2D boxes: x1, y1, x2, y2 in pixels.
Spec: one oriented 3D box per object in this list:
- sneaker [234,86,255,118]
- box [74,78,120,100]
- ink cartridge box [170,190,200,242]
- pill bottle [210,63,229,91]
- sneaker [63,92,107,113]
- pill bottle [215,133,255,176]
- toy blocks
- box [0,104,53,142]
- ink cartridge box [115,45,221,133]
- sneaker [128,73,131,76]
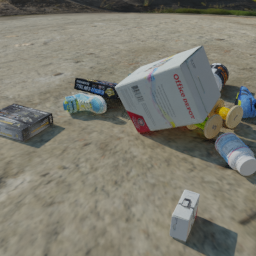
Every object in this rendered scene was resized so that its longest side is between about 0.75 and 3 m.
[{"bbox_3d":[5.429,-1.154,12.772,1.000,0.841,2.552,14,33,15],"label":"sneaker"},{"bbox_3d":[-0.914,-1.903,13.616,2.454,0.610,2.436,17,16,27],"label":"box"},{"bbox_3d":[1.391,2.120,6.818,0.416,0.725,0.998,14,31,23],"label":"ink cartridge box"},{"bbox_3d":[4.618,-2.686,14.985,1.318,1.318,2.482,14,32,24],"label":"pill bottle"},{"bbox_3d":[-2.023,-0.971,12.392,1.393,0.848,2.133,-21,26,-37],"label":"sneaker"},{"bbox_3d":[3.514,0.836,9.072,0.822,0.822,1.512,-5,30,-9],"label":"pill bottle"},{"bbox_3d":[2.982,-0.714,11.755,2.255,0.982,2.705,-20,32,-28],"label":"toy blocks"},{"bbox_3d":[-4.457,-0.279,11.403,2.186,0.528,1.731,13,31,22],"label":"box"},{"bbox_3d":[1.524,-1.369,10.422,2.932,2.130,2.121,-9,25,42],"label":"ink cartridge box"},{"bbox_3d":[0.093,-2.759,15.997,0.472,0.485,1.218,0,29,0],"label":"sneaker"}]
